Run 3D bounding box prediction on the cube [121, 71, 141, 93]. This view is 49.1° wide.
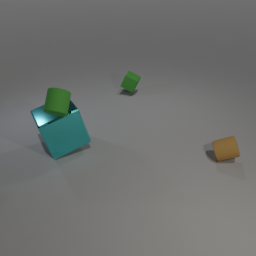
[{"bbox_3d":[0.142,-2.347,14.175,0.700,0.700,0.700,28,34,0],"label":"cube"}]

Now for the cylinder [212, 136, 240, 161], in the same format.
[{"bbox_3d":[3.209,0.674,9.160,0.700,0.700,0.700,-18,22,23],"label":"cylinder"}]

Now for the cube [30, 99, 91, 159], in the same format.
[{"bbox_3d":[-2.330,-0.059,9.716,1.400,1.400,1.400,-27,36,-15],"label":"cube"}]

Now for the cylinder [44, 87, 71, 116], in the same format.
[{"bbox_3d":[-2.102,-0.771,8.353,0.700,0.700,0.700,8,-9,1],"label":"cylinder"}]
